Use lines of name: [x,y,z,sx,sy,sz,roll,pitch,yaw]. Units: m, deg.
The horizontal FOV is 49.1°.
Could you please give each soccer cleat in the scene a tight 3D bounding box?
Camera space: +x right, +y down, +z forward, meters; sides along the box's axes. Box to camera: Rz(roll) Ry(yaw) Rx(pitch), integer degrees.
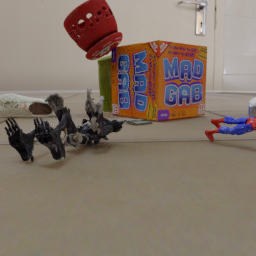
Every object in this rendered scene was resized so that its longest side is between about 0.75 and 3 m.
soccer cleat: [-4.241,-0.866,11.233,2.729,0.946,1.059,1,11,-13]

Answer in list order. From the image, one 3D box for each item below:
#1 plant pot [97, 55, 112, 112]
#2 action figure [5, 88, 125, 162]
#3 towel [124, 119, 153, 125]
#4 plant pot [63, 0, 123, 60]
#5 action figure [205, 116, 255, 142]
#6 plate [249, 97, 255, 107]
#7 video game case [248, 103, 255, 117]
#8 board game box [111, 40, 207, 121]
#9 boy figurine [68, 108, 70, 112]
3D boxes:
plant pot: [-0.399,-2.359,13.659,2.515,2.421,2.515,-13,17,4]
action figure: [-1.075,-0.165,5.788,1.526,1.310,2.568,-7,7,27]
towel: [0.344,-0.191,9.540,0.757,0.131,0.729,-4,13,-33]
plant pot: [-1.304,-3.954,11.446,2.017,1.836,2.017,-34,5,4]
action figure: [2.715,0.084,5.965,0.973,0.641,1.966,40,-24,-17]
plate: [6.309,-0.896,11.178,2.596,0.421,2.602,13,14,18]
video game case: [5.902,-0.693,11.423,1.802,0.452,1.988,4,10,22]
board game box: [1.229,-1.903,11.512,2.792,2.795,2.793,-7,12,-38]
boy figurine: [-2.926,-0.792,12.672,0.517,0.268,0.832,-11,17,-38]
